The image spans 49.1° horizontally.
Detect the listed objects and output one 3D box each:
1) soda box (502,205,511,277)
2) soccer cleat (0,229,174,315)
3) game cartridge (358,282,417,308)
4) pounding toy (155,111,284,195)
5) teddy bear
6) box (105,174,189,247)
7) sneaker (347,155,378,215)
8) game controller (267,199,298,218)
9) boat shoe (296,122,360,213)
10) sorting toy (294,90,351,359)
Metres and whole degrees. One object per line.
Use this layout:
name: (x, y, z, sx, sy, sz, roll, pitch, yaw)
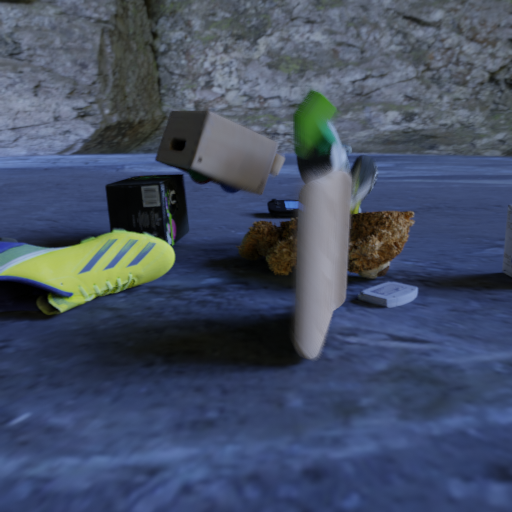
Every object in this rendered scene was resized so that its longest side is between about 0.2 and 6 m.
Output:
soda box: (5.770, -0.182, 8.650, 3.473, 1.183, 1.105, 0, 13, 0)
soccer cleat: (-2.473, 0.337, 7.646, 3.058, 0.989, 1.279, -4, 43, -34)
game cartridge: (1.882, 0.543, 7.847, 0.823, 0.168, 0.548, -13, 15, -43)
pounding toy: (-0.637, -2.014, 12.142, 2.821, 1.291, 2.478, 17, 3, -36)
teddy bear: (1.120, -0.158, 9.471, 3.154, 1.053, 2.287, -1, 3, 29)
box: (-2.152, -0.921, 11.392, 1.132, 1.353, 1.822, -2, 13, 7)
sneaker: (1.538, -1.170, 10.020, 0.669, 1.796, 0.760, -26, 63, -30)
game controller: (1.360, -1.300, 15.117, 2.108, 0.444, 1.100, -1, 13, -1)
boat shoe: (1.531, -1.589, 11.242, 0.954, 2.590, 0.830, 12, 44, 45)
sorting toy: (0.713, -0.430, 6.237, 0.391, 2.655, 1.962, 4, 13, 17)
